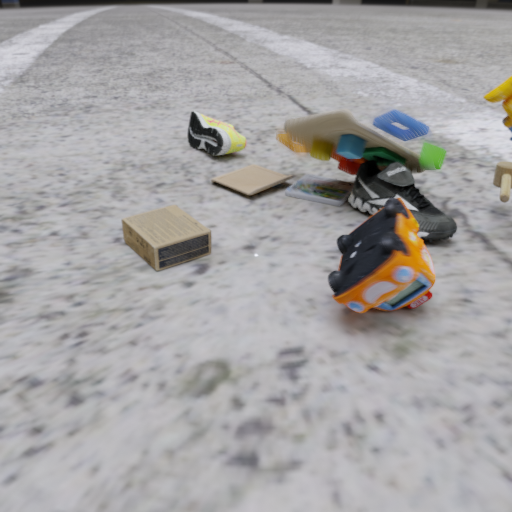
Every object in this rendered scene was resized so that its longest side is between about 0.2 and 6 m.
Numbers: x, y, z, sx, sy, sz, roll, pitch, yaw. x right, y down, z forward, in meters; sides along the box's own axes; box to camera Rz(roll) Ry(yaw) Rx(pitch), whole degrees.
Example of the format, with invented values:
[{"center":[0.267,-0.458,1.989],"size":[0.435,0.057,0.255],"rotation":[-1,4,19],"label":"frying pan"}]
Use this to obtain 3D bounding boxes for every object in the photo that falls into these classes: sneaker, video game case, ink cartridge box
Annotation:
[{"center":[2.320,-0.971,9.057],"size":[0.718,0.978,2.162],"rotation":[-18,34,-28],"label":"sneaker"},{"center":[1.226,-1.232,10.416],"size":[1.078,0.119,0.983],"rotation":[15,33,24],"label":"video game case"},{"center":[-0.899,-2.690,12.535],"size":[0.882,0.763,1.954],"rotation":[-6,33,-32],"label":"sneaker"},{"center":[-1.350,-0.298,8.412],"size":[0.947,0.432,1.149],"rotation":[-18,34,-30],"label":"ink cartridge box"}]

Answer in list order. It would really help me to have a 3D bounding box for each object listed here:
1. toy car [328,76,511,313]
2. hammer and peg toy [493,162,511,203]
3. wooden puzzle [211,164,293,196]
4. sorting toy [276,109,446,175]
[{"center":[2.457,-0.583,6.678],"size":[3.574,1.189,1.753],"rotation":[-43,13,13],"label":"toy car"},{"center":[4.794,-0.708,8.752],"size":[2.397,0.845,1.763],"rotation":[19,36,31],"label":"hammer and peg toy"},{"center":[-0.086,-1.434,10.714],"size":[1.119,0.225,1.210],"rotation":[-26,34,-38],"label":"wooden puzzle"},{"center":[1.622,-1.774,9.629],"size":[1.961,0.474,3.483],"rotation":[23,-7,-31],"label":"sorting toy"}]
